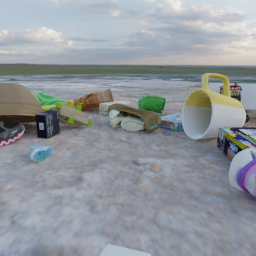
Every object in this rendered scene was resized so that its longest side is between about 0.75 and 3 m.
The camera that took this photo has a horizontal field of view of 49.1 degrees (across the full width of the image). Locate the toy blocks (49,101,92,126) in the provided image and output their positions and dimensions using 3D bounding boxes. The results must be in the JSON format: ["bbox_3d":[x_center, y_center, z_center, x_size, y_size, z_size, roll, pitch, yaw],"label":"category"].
[{"bbox_3d":[-2.492,-0.479,11.570,1.718,0.858,1.174,23,-22,-38],"label":"toy blocks"}]

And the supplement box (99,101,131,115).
[{"bbox_3d":[-0.643,-1.045,14.667,0.948,0.553,1.505,12,19,41],"label":"supplement box"}]

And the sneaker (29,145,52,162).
[{"bbox_3d":[-2.681,0.734,8.053,0.610,0.371,0.934,6,6,14],"label":"sneaker"}]

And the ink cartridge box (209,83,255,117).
[{"bbox_3d":[5.314,-1.272,13.089,2.970,1.251,2.148,5,-3,20],"label":"ink cartridge box"}]

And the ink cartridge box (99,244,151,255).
[{"bbox_3d":[-0.203,1.838,2.516,0.528,0.910,1.257,5,15,20],"label":"ink cartridge box"}]

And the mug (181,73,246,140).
[{"bbox_3d":[3.282,-0.637,10.126,1.851,2.255,1.806,4,28,-23],"label":"mug"}]

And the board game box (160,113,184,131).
[{"bbox_3d":[2.245,-0.297,12.136,1.982,0.342,1.342,-13,19,-42],"label":"board game box"}]

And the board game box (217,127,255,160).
[{"bbox_3d":[3.952,0.610,7.794,2.129,0.730,2.575,2,14,-1],"label":"board game box"}]

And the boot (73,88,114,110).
[{"bbox_3d":[-1.944,-1.565,16.003,2.151,1.025,2.781,-14,-1,0],"label":"boot"}]

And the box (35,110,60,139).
[{"bbox_3d":[-2.966,-0.139,10.402,0.466,0.895,0.815,4,15,20],"label":"box"}]

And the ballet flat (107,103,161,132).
[{"bbox_3d":[-0.045,-0.343,11.552,2.959,1.003,1.070,17,40,38],"label":"ballet flat"}]

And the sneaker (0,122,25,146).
[{"bbox_3d":[-4.926,-0.079,9.164,2.969,1.416,1.173,-8,15,-35],"label":"sneaker"}]

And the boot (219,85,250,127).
[{"bbox_3d":[4.467,-0.923,11.770,2.298,1.730,0.841,-9,17,-36],"label":"boot"}]

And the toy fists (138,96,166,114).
[{"bbox_3d":[1.244,-1.208,14.800,1.293,0.872,2.536,10,14,10],"label":"toy fists"}]

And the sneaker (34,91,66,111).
[{"bbox_3d":[-4.301,-1.048,13.110,2.984,1.105,1.247,7,42,-4],"label":"sneaker"}]

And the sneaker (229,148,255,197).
[{"bbox_3d":[3.635,1.015,5.657,2.907,1.169,1.285,-7,22,-9],"label":"sneaker"}]

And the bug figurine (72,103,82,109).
[{"bbox_3d":[-3.345,-0.946,14.414,1.977,0.509,1.533,-8,10,-14],"label":"bug figurine"}]

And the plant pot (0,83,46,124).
[{"bbox_3d":[-4.747,-0.956,10.999,2.935,1.355,2.935,-3,-4,0],"label":"plant pot"}]
